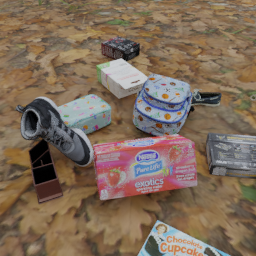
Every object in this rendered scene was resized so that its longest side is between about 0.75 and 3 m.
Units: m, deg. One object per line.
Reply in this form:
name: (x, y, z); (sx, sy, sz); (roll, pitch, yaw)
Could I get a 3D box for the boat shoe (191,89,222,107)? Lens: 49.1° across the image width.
boat shoe: (3.073, -1.333, 12.189); (1.927, 0.596, 0.721); (7, 41, 9)

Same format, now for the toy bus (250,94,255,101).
toy bus: (6.308, -1.240, 11.930); (0.772, 1.409, 1.493); (29, 21, -40)

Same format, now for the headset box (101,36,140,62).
headset box: (-0.501, -4.563, 16.069); (1.941, 0.728, 1.443); (28, 47, 30)

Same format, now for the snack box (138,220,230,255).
snack box: (1.366, 3.208, 6.762); (2.038, 0.378, 1.184); (20, 43, 22)

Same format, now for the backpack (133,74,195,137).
backpack: (1.297, -0.802, 10.696); (2.422, 1.866, 2.307); (14, 52, 13)

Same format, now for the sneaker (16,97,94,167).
sneaker: (-2.345, 0.263, 8.818); (2.823, 1.065, 1.607); (48, 17, 0)

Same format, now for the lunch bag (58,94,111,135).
lunch bag: (-1.778, -0.505, 10.989); (2.110, 0.813, 1.692); (-25, 40, -30)

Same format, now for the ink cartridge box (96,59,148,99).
ink cartridge box: (-0.228, -2.242, 13.098); (1.496, 0.860, 2.554); (-22, 44, -25)

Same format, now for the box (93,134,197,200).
box: (0.442, 1.069, 8.256); (2.830, 1.351, 1.411); (-6, 8, -8)

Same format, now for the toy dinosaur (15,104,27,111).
toy dinosaur: (-4.278, -0.915, 11.898); (1.102, 0.333, 0.585); (-9, 39, -12)

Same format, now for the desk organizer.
desk organizer: (-2.676, 1.247, 8.838); (0.753, 0.808, 2.098); (-15, 41, -17)

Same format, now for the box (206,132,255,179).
box: (3.764, 0.919, 9.487); (2.056, 0.497, 1.628); (4, 39, 5)
